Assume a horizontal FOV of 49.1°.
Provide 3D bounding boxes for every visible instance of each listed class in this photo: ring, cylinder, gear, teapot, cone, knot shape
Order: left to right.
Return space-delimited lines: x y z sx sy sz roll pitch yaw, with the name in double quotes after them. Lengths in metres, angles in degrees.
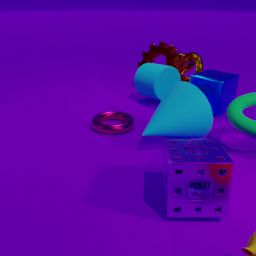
-0.457 -0.183 8.505 1.336 0.267 1.336 0 25 0 "ring"
1.063 -1.685 10.217 1.236 1.236 1.236 -16 25 -30 "cylinder"
1.271 -2.481 11.411 1.940 1.940 0.359 19 11 35 "gear"
0.970 -0.148 7.087 1.626 1.620 1.620 -27 35 -30 "cone"
2.349 -2.519 11.833 1.861 0.919 1.989 9 61 46 "knot shape"
3.347 -0.359 6.870 1.740 0.348 1.740 -7 35 5 "ring"
1.907 1.670 3.312 1.029 1.654 0.810 -34 18 47 "teapot"

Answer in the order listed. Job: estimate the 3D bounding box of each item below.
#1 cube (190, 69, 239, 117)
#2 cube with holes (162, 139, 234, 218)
2.925 -1.254 9.677 1.212 1.212 1.212 22 33 39 "cube"
1.203 0.881 5.151 1.050 1.050 1.050 -1 19 2 "cube with holes"
